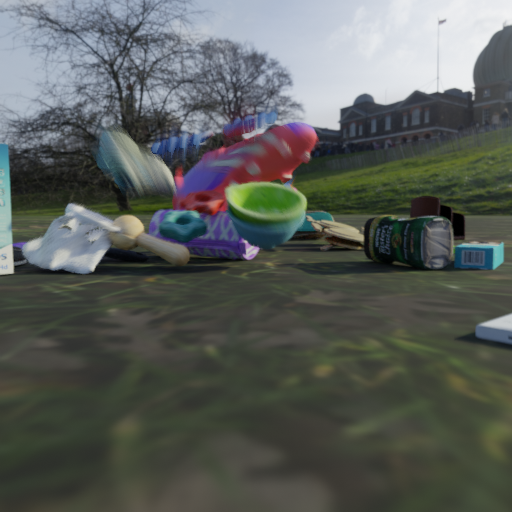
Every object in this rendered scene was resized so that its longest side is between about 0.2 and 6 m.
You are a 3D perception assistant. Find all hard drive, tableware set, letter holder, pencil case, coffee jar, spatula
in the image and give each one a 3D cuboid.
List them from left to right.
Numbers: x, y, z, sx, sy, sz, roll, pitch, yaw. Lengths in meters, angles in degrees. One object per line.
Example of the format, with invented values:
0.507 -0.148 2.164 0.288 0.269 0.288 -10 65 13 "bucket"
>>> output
-3.065 -0.049 9.647 2.611 0.268 0.738 2 7 15 "spatula"
-0.952 -0.379 9.920 2.075 0.871 0.887 2 18 24 "pencil case"
0.321 -0.822 11.591 1.572 0.695 0.695 -45 28 -24 "pencil case"
1.879 -0.402 12.604 1.532 0.465 2.318 12 11 -3 "tableware set"
2.315 -0.235 8.768 0.657 0.803 1.539 -4 6 -24 "coffee jar"
5.049 -1.080 15.698 0.847 1.197 1.684 -1 5 -10 "letter holder"
2.088 0.535 4.140 0.842 0.111 0.555 -5 7 -42 "hard drive"

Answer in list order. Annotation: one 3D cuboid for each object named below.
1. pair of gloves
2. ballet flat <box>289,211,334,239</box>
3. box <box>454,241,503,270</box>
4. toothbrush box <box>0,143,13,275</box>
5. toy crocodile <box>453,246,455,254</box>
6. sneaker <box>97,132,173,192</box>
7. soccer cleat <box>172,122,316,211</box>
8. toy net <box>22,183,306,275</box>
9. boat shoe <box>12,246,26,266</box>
-0.697 -2.016 9.160 2.032 0.231 1.633 -11 15 13 "pair of gloves"
0.720 -0.756 15.084 2.742 0.933 0.922 4 -16 -11 "ballet flat"
3.560 -0.019 8.897 0.568 0.339 1.380 3 6 29 "box"
-3.975 -0.596 7.266 0.762 1.787 1.308 3 7 40 "toothbrush box"
3.007 -0.106 10.022 1.224 0.378 0.413 3 6 -10 "toy crocodile"
-2.285 -1.547 10.417 0.676 0.752 1.741 2 -22 39 "sneaker"
-0.390 -1.642 10.264 3.336 1.276 1.113 -32 -26 35 "soccer cleat"
-1.411 -0.668 8.645 4.158 0.803 2.181 -6 34 -16 "toy net"
-4.468 -0.220 7.962 0.869 0.741 2.600 7 3 37 "boat shoe"
